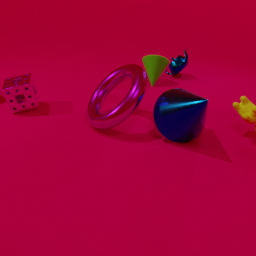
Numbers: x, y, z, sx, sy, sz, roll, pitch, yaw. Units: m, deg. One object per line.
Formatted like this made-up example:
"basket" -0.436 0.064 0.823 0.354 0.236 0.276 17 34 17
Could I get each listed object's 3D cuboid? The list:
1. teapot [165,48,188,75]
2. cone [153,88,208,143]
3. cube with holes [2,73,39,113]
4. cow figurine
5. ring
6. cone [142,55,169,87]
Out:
"teapot" 1.859 -2.422 10.440 0.617 1.260 0.783 48 41 -1
"cone" 1.384 -0.419 6.020 1.336 1.336 1.341 -8 -8 -15
"cube with holes" -3.026 -0.997 7.968 0.752 0.752 0.752 -14 35 -7
"cow figurine" 2.937 -0.256 6.562 0.890 0.497 0.905 29 26 -44
"ring" -0.308 -0.819 7.129 1.953 0.391 1.953 -29 40 28
"cone" 0.903 -1.883 9.714 0.952 0.956 0.952 8 -9 1
